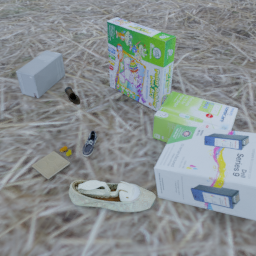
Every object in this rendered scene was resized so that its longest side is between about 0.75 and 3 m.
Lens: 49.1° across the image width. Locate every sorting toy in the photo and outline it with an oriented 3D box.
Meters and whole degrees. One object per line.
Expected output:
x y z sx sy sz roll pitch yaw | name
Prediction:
-2.301 1.084 8.986 0.951 0.171 1.276 25 45 33 | sorting toy

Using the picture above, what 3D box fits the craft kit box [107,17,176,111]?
0.425 -2.480 11.087 2.958 2.995 0.727 29 48 32 | craft kit box

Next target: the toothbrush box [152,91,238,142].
2.320 -0.166 9.785 2.442 1.051 1.778 20 44 20 | toothbrush box

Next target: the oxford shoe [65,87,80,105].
-1.868 -1.010 9.649 0.326 0.897 0.379 -37 58 -1 | oxford shoe

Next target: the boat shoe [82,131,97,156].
-1.310 0.507 9.524 0.390 0.337 1.074 7 40 9 | boat shoe

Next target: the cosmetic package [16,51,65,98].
-3.791 -2.422 12.428 1.004 1.189 2.225 17 41 18 | cosmetic package

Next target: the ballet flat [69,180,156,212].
-0.426 1.804 7.624 2.420 0.754 0.816 1 40 0 | ballet flat

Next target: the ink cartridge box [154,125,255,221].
2.469 1.091 7.714 2.923 1.279 2.124 9 39 26 | ink cartridge box
